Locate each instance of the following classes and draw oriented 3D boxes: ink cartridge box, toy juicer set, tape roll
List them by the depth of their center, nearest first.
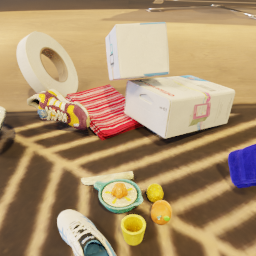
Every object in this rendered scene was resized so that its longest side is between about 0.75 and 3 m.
[{"bbox_3d":[0.029,1.152,5.151,1.189,0.509,1.869,-18,35,-27],"label":"toy juicer set"},{"bbox_3d":[0.171,-1.864,7.086,1.206,1.200,1.643,-7,9,-11],"label":"ink cartridge box"},{"bbox_3d":[1.325,-0.678,7.402,2.363,1.000,1.708,-10,28,-34],"label":"ink cartridge box"},{"bbox_3d":[-2.411,-1.880,8.667,0.408,2.231,2.231,-22,22,25],"label":"tape roll"}]

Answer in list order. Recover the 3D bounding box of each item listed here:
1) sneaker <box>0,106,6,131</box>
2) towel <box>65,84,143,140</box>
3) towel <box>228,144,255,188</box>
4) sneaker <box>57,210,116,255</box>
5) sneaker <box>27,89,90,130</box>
[{"bbox_3d":[-3.766,-0.298,6.660,2.791,1.082,1.112,27,0,44],"label":"sneaker"},{"bbox_3d":[-0.594,-0.565,7.975,1.629,0.253,2.253,-19,45,-30],"label":"towel"},{"bbox_3d":[2.202,0.715,5.157,0.247,0.998,0.737,-5,76,-14],"label":"towel"},{"bbox_3d":[-0.628,1.673,4.206,0.541,0.546,1.505,-25,37,-29],"label":"sneaker"},{"bbox_3d":[-1.770,-0.379,7.089,1.867,0.700,0.841,29,39,34],"label":"sneaker"}]
